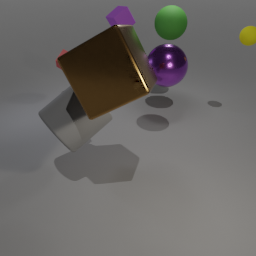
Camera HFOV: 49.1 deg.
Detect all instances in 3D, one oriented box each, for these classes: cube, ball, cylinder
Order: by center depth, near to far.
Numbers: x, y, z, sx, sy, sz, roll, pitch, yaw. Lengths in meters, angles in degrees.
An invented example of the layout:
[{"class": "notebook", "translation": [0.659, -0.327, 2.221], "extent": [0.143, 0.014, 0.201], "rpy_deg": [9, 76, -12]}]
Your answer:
[{"class": "cube", "translation": [-0.349, -1.224, 5.967], "extent": [1.400, 1.400, 1.400], "rpy_deg": [-23, 13, 20]}, {"class": "cylinder", "translation": [-1.370, -0.320, 7.422], "extent": [1.400, 1.400, 1.400], "rpy_deg": [-41, 40, -7]}, {"class": "ball", "translation": [1.277, -2.065, 9.280], "extent": [1.400, 1.400, 1.400], "rpy_deg": [0, 29, 0]}, {"class": "ball", "translation": [4.493, -3.407, 10.360], "extent": [0.700, 0.700, 0.700], "rpy_deg": [0, 29, 0]}, {"class": "cube", "translation": [-0.280, -4.118, 10.638], "extent": [0.700, 0.700, 0.700], "rpy_deg": [-44, 39, -8]}, {"class": "ball", "translation": [1.839, -4.506, 12.035], "extent": [1.400, 1.400, 1.400], "rpy_deg": [0, 29, 0]}, {"class": "cube", "translation": [-2.920, -3.133, 13.213], "extent": [0.700, 0.700, 0.700], "rpy_deg": [30, 74, -4]}]
